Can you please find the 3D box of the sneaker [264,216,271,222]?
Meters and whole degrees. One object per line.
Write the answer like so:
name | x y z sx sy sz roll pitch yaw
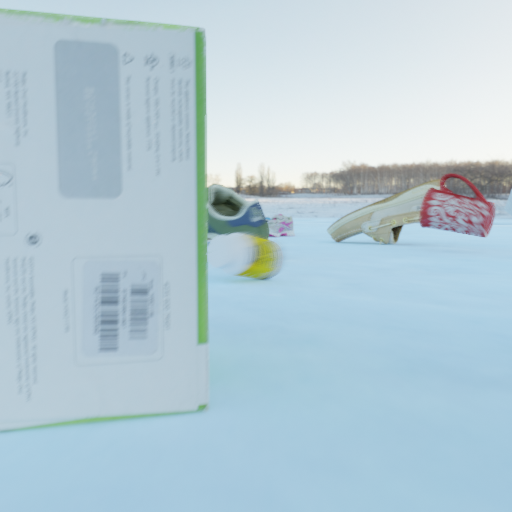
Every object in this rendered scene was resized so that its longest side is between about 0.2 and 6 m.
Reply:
sneaker | -0.261 -0.864 16.324 1.785 0.642 0.647 -6 18 -20

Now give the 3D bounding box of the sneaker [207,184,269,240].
sneaker | -0.643 -0.739 8.819 2.173 0.976 0.729 23 46 37

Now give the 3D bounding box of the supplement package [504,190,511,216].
supplement package | 4.080 -0.656 7.878 0.544 0.928 0.542 -38 -28 -9

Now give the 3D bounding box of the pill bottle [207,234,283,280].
pill bottle | -0.120 0.003 6.045 0.450 0.450 0.801 4 -4 43

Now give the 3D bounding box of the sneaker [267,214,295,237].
sneaker | 0.547 -0.870 15.984 0.600 0.651 1.476 4 6 38

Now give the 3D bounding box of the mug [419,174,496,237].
mug | 3.634 -0.857 10.062 1.149 1.020 0.766 18 42 32

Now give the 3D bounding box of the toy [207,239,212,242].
toy | -1.349 -0.683 12.525 2.873 0.678 1.654 -5 10 -31

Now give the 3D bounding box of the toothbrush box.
toothbrush box | -0.856 -0.195 2.947 0.881 1.490 2.046 -1 5 -17

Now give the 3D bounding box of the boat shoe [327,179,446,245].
boat shoe | 2.898 -0.730 12.398 2.895 1.001 1.067 -23 -5 38
